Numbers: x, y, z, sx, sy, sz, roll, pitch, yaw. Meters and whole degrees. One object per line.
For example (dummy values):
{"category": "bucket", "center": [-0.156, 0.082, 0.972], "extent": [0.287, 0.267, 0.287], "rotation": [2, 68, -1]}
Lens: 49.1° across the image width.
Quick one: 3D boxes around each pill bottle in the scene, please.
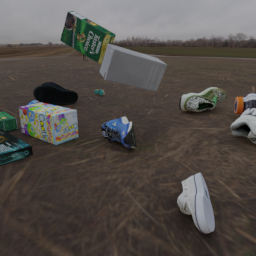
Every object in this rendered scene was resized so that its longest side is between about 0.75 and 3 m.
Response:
{"category": "pill bottle", "center": [5.483, -0.886, 11.511], "extent": [2.031, 1.079, 1.079], "rotation": [3, 18, 10]}

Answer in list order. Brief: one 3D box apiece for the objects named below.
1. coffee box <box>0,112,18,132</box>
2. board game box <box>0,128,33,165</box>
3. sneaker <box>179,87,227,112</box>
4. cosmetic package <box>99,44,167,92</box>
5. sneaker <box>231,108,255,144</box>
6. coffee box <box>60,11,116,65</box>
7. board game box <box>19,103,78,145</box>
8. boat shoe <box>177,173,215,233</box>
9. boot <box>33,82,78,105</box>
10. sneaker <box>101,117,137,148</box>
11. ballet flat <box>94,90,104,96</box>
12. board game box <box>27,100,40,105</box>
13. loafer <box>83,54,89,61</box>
{"category": "coffee box", "center": [-5.299, -0.087, 10.020], "extent": [2.204, 0.485, 1.355], "rotation": [-14, 23, -38]}
{"category": "board game box", "center": [-4.183, 0.556, 8.293], "extent": [1.669, 0.347, 2.467], "rotation": [-17, 25, -42]}
{"category": "sneaker", "center": [3.643, -1.116, 12.767], "extent": [2.635, 1.013, 1.167], "rotation": [-16, 35, -25]}
{"category": "cosmetic package", "center": [0.174, -2.121, 9.992], "extent": [2.131, 1.138, 0.961], "rotation": [12, 24, -24]}
{"category": "sneaker", "center": [4.493, 0.185, 8.664], "extent": [1.137, 1.054, 2.805], "rotation": [-23, 24, -26]}
{"category": "coffee box", "center": [-1.555, -3.450, 10.711], "extent": [2.016, 1.240, 0.443], "rotation": [33, 34, 9]}
{"category": "board game box", "center": [-2.720, -0.206, 9.589], "extent": [1.907, 0.982, 1.000], "rotation": [14, 23, 36]}
{"category": "boat shoe", "center": [1.260, 1.446, 5.426], "extent": [0.587, 0.596, 1.680], "rotation": [-24, 16, 17]}
{"category": "boot", "center": [-4.017, -1.805, 14.276], "extent": [2.401, 0.917, 2.017], "rotation": [-1, 17, -44]}
{"category": "sneaker", "center": [-0.318, 0.198, 8.892], "extent": [0.959, 0.845, 2.152], "rotation": [-12, 12, -9]}
{"category": "ballet flat", "center": [-1.589, -2.084, 16.396], "extent": [0.360, 0.360, 1.036], "rotation": [-13, 22, -35]}
{"category": "board game box", "center": [-4.404, -1.158, 13.704], "extent": [0.741, 0.219, 0.974], "rotation": [0, 18, 0]}
{"category": "loafer", "center": [-2.062, -3.524, 13.230], "extent": [0.246, 0.782, 0.281], "rotation": [-19, 30, -15]}
